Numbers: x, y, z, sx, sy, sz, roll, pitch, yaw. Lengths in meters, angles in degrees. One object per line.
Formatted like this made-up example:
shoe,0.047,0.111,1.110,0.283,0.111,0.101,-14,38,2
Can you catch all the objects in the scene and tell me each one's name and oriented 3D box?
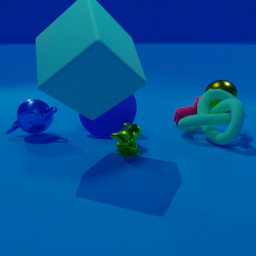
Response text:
cone,-0.423,-0.391,7.981,1.546,1.546,1.551,3,-8,9
knot shape,2.061,-0.255,7.071,1.637,0.808,1.749,-20,27,21
cow figurine,0.050,0.247,6.251,0.934,0.521,0.949,4,39,48
ball,3.120,-1.078,9.450,1.104,1.104,1.104,0,18,0
teapot,-2.457,-0.222,7.178,1.498,0.932,0.734,-21,30,12
cow figurine,1.763,-0.490,7.926,0.891,0.877,0.489,3,31,-13
cube,-0.713,-1.261,5.249,1.393,1.393,1.393,-31,-38,23
